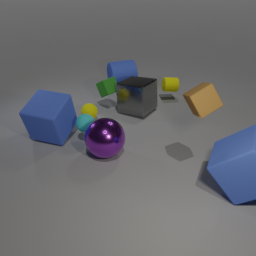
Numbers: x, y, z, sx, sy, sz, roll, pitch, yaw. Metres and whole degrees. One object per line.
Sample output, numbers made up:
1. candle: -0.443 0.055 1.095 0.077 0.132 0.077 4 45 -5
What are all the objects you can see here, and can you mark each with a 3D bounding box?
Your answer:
1. cube: 2.058 -0.780 7.752 0.700 0.700 0.700 -31 13 2
2. cube: 3.273 1.015 7.791 1.400 1.400 1.400 -31 12 38
3. ball: -1.592 -0.179 10.440 0.700 0.700 0.700 0 29 0
4. ball: -0.792 0.341 9.648 1.400 1.400 1.400 0 29 0
5. ball: -1.658 -0.706 12.014 0.700 0.700 0.700 0 29 0
6. cube: -2.915 -0.409 10.520 1.400 1.400 1.400 11 49 15
7. cube: -0.934 -1.890 12.966 0.700 0.700 0.700 -26 9 -33
8. cube: 0.423 -1.471 12.800 1.400 1.400 1.400 12 30 30
9. cylinder: 2.096 -2.152 13.887 0.700 0.700 0.700 1 29 -10
10. cylinder: -0.332 -3.024 15.605 1.400 1.400 1.400 -11 31 -15
